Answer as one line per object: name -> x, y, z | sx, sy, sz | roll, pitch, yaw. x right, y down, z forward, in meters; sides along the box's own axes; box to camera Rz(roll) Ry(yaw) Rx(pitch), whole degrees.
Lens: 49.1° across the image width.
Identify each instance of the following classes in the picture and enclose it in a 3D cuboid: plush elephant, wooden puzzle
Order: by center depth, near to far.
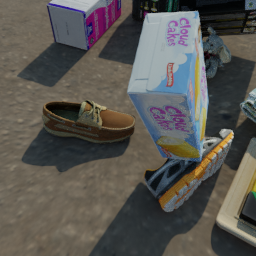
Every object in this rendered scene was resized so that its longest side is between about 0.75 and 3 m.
wooden puzzle -> 3.563, 1.563, 5.992 | 2.553, 0.514, 2.760 | 26, 55, 20
plush elephant -> 2.444, -2.302, 8.678 | 1.640, 1.270, 1.351 | -18, 52, -15

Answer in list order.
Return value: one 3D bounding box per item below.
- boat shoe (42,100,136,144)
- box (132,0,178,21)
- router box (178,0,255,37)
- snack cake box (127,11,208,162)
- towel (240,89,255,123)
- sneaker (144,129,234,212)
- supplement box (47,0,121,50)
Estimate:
boat shoe -> -1.039, -0.220, 7.201 | 2.462, 0.909, 0.931 | 2, 51, 2
box -> 1.866, -5.290, 10.756 | 2.999, 1.864, 2.227 | 15, 52, 12
router box -> 3.111, -3.594, 8.884 | 2.853, 2.128, 0.729 | 2, 89, 15
snack cake box -> 0.901, -0.559, 5.142 | 0.889, 2.645, 1.521 | 5, 66, 22
towel -> 4.688, -0.409, 7.366 | 2.928, 0.705, 2.506 | -27, 58, -31
sneaker -> 1.456, 0.723, 6.409 | 2.564, 1.003, 0.990 | -34, 53, -24
supplement box -> -1.456, -4.323, 10.257 | 1.455, 1.425, 2.815 | 18, 53, 15
